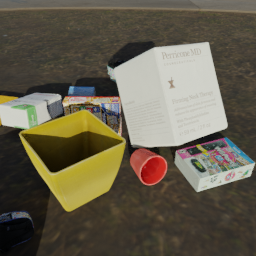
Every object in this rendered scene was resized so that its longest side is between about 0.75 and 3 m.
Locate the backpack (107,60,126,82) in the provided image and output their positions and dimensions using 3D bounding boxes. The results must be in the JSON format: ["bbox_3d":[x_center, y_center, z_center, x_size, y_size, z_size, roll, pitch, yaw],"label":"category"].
[{"bbox_3d":[-0.363,-2.861,14.278,1.132,0.987,1.288,-18,25,-23],"label":"backpack"}]

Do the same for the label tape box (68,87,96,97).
[{"bbox_3d":[-2.031,-1.084,12.012,1.112,0.488,1.542,1,51,1],"label":"label tape box"}]

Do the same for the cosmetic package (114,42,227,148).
[{"bbox_3d":[1.313,-0.985,9.031,2.320,2.773,2.306,-16,4,-33],"label":"cosmetic package"}]

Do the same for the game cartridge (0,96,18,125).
[{"bbox_3d":[-6.069,-0.776,11.806,2.367,0.384,2.086,6,34,5],"label":"game cartridge"}]

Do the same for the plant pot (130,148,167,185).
[{"bbox_3d":[0.562,1.102,8.530,0.979,0.979,0.867,-16,28,-22],"label":"plant pot"}]

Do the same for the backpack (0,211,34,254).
[{"bbox_3d":[-2.705,2.402,6.716,0.837,0.879,0.677,-8,22,-18],"label":"backpack"}]

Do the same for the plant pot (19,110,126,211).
[{"bbox_3d":[-1.469,0.988,7.806,2.099,1.852,2.100,-23,40,-30],"label":"plant pot"}]

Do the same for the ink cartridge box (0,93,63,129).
[{"bbox_3d":[-3.683,-0.716,10.834,1.422,0.819,1.948,8,24,26],"label":"ink cartridge box"}]

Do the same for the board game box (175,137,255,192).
[{"bbox_3d":[2.656,1.094,8.771,1.924,0.618,1.419,-12,36,-18],"label":"board game box"}]

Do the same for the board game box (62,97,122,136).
[{"bbox_3d":[-1.236,-0.376,10.066,1.970,1.492,0.456,1,34,3],"label":"board game box"}]
